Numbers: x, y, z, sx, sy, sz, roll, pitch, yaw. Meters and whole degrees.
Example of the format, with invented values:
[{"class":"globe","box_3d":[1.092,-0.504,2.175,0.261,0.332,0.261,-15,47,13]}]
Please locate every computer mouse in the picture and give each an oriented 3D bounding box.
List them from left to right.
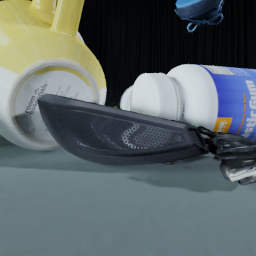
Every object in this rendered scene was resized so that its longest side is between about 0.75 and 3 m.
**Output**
[{"class":"computer mouse","box_3d":[0.120,0.164,3.094,2.507,0.661,1.736,13,5,13]}]

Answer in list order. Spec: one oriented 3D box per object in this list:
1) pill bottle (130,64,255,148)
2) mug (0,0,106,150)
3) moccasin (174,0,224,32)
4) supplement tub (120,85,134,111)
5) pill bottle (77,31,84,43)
[{"class":"pill bottle","box_3d":[1.286,-0.330,4.521,2.352,1.318,1.318,-2,4,-24]},{"class":"mug","box_3d":[-1.501,-0.998,4.391,2.218,2.770,2.274,-23,36,-18]},{"class":"moccasin","box_3d":[2.295,-3.424,8.002,1.193,1.011,2.964,6,32,35]},{"class":"supplement tub","box_3d":[0.523,-0.858,10.752,1.539,1.539,2.512,0,5,2]},{"class":"pill bottle","box_3d":[-2.996,-2.734,10.704,2.615,1.465,1.465,-21,10,-17]}]
